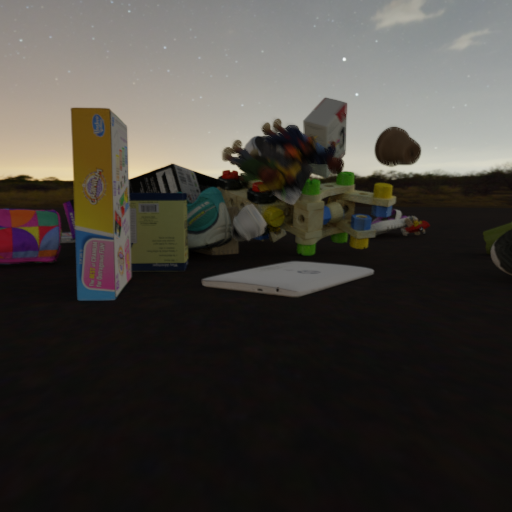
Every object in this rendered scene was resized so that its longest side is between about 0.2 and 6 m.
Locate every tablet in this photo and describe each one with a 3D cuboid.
[{"bbox_3d":[0.512,0.272,7.722,1.493,0.157,2.294,5,8,34],"label":"tablet"}]

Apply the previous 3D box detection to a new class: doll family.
[{"bbox_3d":[0.514,-1.505,8.738,2.045,0.802,1.182,-38,55,-23],"label":"doll family"}]

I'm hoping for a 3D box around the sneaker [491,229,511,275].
[{"bbox_3d":[4.392,-0.013,7.962,2.479,0.939,0.955,-4,-18,-15],"label":"sneaker"}]

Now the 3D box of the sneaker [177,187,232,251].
[{"bbox_3d":[-1.588,-0.626,10.712,2.888,1.150,1.119,-7,1,38],"label":"sneaker"}]

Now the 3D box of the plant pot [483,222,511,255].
[{"bbox_3d":[4.803,-0.301,10.839,0.717,0.755,0.755,-12,1,23],"label":"plant pot"}]

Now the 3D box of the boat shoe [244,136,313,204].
[{"bbox_3d":[0.461,-1.868,10.430,0.944,0.892,2.630,31,18,-21],"label":"boat shoe"}]

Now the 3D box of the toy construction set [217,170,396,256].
[{"bbox_3d":[0.702,-1.067,11.919,2.620,1.841,3.996,-11,9,-30],"label":"toy construction set"}]

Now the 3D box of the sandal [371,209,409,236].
[{"bbox_3d":[3.645,-1.011,15.652,1.085,0.656,2.668,-19,-2,28],"label":"sandal"}]

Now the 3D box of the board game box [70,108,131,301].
[{"bbox_3d":[-1.870,-0.636,6.924,0.429,2.129,1.629,-1,6,-6],"label":"board game box"}]

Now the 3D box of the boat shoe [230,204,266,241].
[{"bbox_3d":[-0.184,-0.495,9.644,0.561,0.589,1.636,-34,7,-4],"label":"boat shoe"}]

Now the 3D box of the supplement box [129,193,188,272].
[{"bbox_3d":[-1.698,-0.392,8.853,1.202,1.201,0.807,0,6,-3],"label":"supplement box"}]

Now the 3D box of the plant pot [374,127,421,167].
[{"bbox_3d":[3.065,-2.254,11.871,0.859,0.859,0.749,-3,23,-25],"label":"plant pot"}]

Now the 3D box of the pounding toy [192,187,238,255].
[{"bbox_3d":[-1.012,-0.746,11.451,0.687,1.319,1.501,-4,8,-30],"label":"pounding toy"}]

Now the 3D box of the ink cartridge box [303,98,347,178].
[{"bbox_3d":[1.387,-2.341,11.165,0.522,1.260,0.918,21,54,25],"label":"ink cartridge box"}]

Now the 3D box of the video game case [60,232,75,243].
[{"bbox_3d":[-4.576,-0.479,14.274,1.361,0.172,1.494,-4,7,-33],"label":"video game case"}]

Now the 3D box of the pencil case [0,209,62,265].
[{"bbox_3d":[-4.348,-0.255,9.045,2.305,1.019,1.019,-5,8,-28],"label":"pencil case"}]

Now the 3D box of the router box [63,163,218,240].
[{"bbox_3d":[-2.288,-1.125,12.811,2.590,0.887,3.473,-17,-2,14],"label":"router box"}]

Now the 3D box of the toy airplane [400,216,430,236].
[{"bbox_3d":[4.331,-0.823,15.460,0.714,0.506,0.717,11,-24,-5],"label":"toy airplane"}]
